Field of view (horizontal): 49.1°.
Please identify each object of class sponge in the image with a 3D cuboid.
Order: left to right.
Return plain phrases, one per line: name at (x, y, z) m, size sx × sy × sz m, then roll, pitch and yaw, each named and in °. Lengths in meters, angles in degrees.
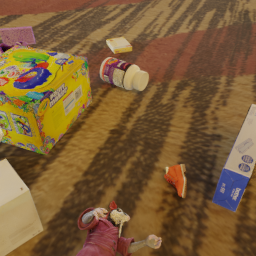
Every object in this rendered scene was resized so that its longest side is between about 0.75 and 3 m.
sponge at (-5.055, -4.207, 12.856) m, size 1.406 × 0.784 × 0.210 m, roll -8°, pitch 41°, yaw -8°

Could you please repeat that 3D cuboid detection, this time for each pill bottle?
pill bottle at (-0.120, -1.904, 10.063) m, size 1.633 × 0.910 × 0.910 m, roll 24°, pitch 46°, yaw 26°

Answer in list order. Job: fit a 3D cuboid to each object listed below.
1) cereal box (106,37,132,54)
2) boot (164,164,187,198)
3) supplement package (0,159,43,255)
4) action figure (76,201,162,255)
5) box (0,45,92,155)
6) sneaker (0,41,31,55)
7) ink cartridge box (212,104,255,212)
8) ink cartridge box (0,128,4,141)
cereal box at (-0.412, -3.789, 12.781) m, size 0.864 × 0.237 × 1.201 m, roll -13°, pitch 42°, yaw -15°
boot at (1.156, 1.291, 6.791) m, size 0.540 × 0.378 × 1.006 m, roll -2°, pitch 33°, yaw 5°
supplement package at (-2.628, 1.676, 5.470) m, size 1.374 × 1.437 × 1.057 m, roll -29°, pitch 49°, yaw -30°
action figure at (-0.506, 2.367, 5.207) m, size 1.547 × 1.720 × 2.310 m, roll 43°, pitch 26°, yaw -10°
box at (-2.947, -0.987, 8.398) m, size 2.676 × 1.695 × 2.778 m, roll 13°, pitch 42°, yaw 16°
sneaker at (-3.840, -2.731, 10.820) m, size 2.716 × 1.201 × 1.093 m, roll 2°, pitch 39°, yaw 0°
ink cartridge box at (2.849, 0.623, 6.851) m, size 0.583 × 1.240 × 2.637 m, roll 21°, pitch 45°, yaw 23°
ink cartridge box at (-3.814, 0.488, 6.128) m, size 0.960 × 2.236 × 1.637 m, roll 16°, pitch 24°, yaw -49°
